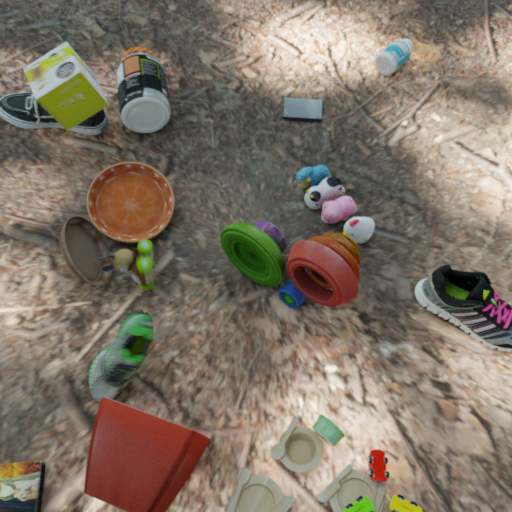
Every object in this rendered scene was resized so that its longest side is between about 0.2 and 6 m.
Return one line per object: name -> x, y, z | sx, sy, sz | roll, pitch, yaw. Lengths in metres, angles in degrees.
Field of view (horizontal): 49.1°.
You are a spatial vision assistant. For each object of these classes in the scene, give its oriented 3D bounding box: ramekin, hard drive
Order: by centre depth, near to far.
ramekin -> 1.229, 3.018, 9.643 | 0.557, 0.557, 0.272 | 38, 73, 21
hard drive -> 1.170, -3.683, 14.137 | 0.971, 0.160, 0.678 | 4, 58, 2

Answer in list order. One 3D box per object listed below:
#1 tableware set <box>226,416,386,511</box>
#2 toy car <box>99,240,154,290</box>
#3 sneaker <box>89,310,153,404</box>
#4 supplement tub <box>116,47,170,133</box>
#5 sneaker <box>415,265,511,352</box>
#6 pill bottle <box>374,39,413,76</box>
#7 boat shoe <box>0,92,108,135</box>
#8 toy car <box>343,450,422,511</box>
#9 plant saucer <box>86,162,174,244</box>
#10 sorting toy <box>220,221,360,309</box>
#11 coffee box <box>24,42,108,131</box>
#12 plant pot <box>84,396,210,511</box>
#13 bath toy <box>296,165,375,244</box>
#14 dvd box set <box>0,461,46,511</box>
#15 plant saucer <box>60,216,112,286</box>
tableware set -> 0.833, 3.987, 9.173 | 2.369, 0.275, 1.979 | 32, 62, 19
toy car -> -2.547, 0.181, 11.018 | 1.031, 0.847, 0.814 | 0, 58, -6
sneaker -> -2.400, 1.840, 9.858 | 0.701, 0.765, 1.797 | 25, 98, -22
supplement tub -> -2.798, -4.116, 13.788 | 1.223, 1.223, 1.995 | -8, 58, -5
sneaker -> 4.297, 0.947, 10.622 | 2.503, 1.095, 0.923 | 28, 62, 17
pill bottle -> 3.713, -5.340, 14.922 | 0.625, 0.625, 1.128 | 38, 64, 21
boat shoe -> -5.038, -3.626, 13.574 | 2.809, 0.959, 1.037 | 15, 66, 9
toy car -> 1.902, 3.970, 9.121 | 1.194, 0.283, 1.269 | -24, 63, -20
plant saucer -> -2.711, -1.141, 12.169 | 1.850, 0.299, 1.850 | 3, 73, -9
sorting toy -> 0.831, -0.003, 10.848 | 3.039, 1.826, 1.247 | 21, 56, 35
coffee box -> -4.249, -3.783, 12.574 | 1.167, 1.169, 1.156 | -31, 60, 3
plant pot -> -1.815, 3.284, 8.961 | 1.603, 1.601, 1.412 | 17, 70, 11
bath toy -> 1.689, -1.094, 12.135 | 0.905, 0.769, 2.082 | -43, 61, 14
dvd box set -> -4.469, 4.122, 9.080 | 1.901, 0.280, 1.391 | -4, 57, -2
plant saucer -> -3.419, -0.068, 11.168 | 0.257, 1.493, 1.493 | -23, 57, 15
